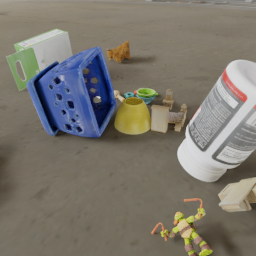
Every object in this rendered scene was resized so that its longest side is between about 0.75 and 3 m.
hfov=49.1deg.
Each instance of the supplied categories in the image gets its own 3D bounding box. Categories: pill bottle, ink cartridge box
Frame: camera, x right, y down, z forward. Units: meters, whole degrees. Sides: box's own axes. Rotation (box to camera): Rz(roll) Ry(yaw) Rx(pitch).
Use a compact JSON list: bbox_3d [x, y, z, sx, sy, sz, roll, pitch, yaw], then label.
[{"bbox_3d":[2.168,-0.043,6.091,1.472,2.540,1.472,15,41,-14],"label":"pill bottle"},{"bbox_3d":[-3.770,-2.945,11.834,0.874,1.530,2.947,26,49,33],"label":"ink cartridge box"}]

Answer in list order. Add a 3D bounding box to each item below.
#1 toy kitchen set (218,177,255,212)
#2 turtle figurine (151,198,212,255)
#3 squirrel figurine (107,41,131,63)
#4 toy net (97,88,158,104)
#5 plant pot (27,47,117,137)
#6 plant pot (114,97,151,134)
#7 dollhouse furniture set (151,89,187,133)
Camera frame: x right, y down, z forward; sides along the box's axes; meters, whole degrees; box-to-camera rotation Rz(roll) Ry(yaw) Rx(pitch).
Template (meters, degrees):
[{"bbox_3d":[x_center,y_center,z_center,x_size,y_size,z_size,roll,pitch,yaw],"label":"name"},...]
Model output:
[{"bbox_3d":[2.501,1.713,5.475,1.039,1.149,1.274,-25,-1,-40],"label":"toy kitchen set"},{"bbox_3d":[1.031,1.908,5.042,1.179,0.380,0.951,-38,47,15],"label":"turtle figurine"},{"bbox_3d":[-0.497,-3.914,14.551,1.200,0.910,1.286,-6,28,2],"label":"squirrel figurine"},{"bbox_3d":[-0.074,-1.381,10.662,2.359,0.456,1.238,8,32,14],"label":"toy net"},{"bbox_3d":[-1.659,-1.031,8.455,1.890,2.102,2.102,-6,29,17],"label":"plant pot"},{"bbox_3d":[0.157,-0.467,8.747,1.188,0.843,1.188,0,31,0],"label":"plant pot"},{"bbox_3d":[1.408,-0.621,9.063,0.924,0.789,1.783,10,32,16],"label":"dollhouse furniture set"}]
